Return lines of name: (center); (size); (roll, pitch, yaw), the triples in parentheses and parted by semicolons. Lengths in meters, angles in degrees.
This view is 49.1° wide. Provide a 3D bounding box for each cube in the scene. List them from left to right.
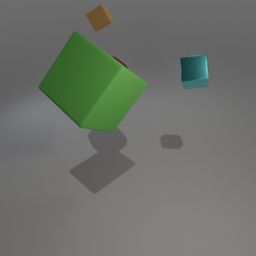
cube: (-0.703, -0.901, 6.006); (1.400, 1.400, 1.400); (41, 11, 21)
cube: (-1.059, -4.158, 10.584); (0.700, 0.700, 0.700); (-27, 18, 18)
cube: (1.827, -1.518, 7.690); (0.700, 0.700, 0.700); (-4, -11, 16)

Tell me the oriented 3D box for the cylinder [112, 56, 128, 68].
cylinder: (-0.710, -1.269, 8.476); (1.400, 1.400, 1.400); (-8, -9, -13)
